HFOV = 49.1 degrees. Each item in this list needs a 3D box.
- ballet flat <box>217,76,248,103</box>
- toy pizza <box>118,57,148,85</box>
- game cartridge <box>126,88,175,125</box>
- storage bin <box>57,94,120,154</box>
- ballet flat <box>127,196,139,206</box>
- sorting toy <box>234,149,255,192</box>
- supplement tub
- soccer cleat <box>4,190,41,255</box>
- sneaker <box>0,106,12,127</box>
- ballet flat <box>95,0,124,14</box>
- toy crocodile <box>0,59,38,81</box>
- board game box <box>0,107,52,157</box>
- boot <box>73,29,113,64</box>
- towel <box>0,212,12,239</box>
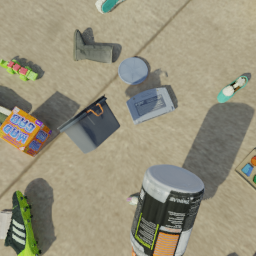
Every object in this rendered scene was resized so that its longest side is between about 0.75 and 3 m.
[{"bbox_3d":[4.298,-1.652,11.512,1.564,0.551,0.527,-37,70,-9],"label":"ballet flat"},{"bbox_3d":[0.215,-2.405,11.904,1.274,0.202,1.274,0,75,-1],"label":"toy pizza"},{"bbox_3d":[0.883,-0.957,11.457,1.777,0.369,1.183,-20,72,-5],"label":"game cartridge"},{"bbox_3d":[-1.101,-0.109,9.093,1.220,1.322,1.817,53,49,-9],"label":"storage bin"},{"bbox_3d":[0.459,2.754,10.428,1.039,0.370,0.359,15,75,4],"label":"ballet flat"},{"bbox_3d":[5.177,1.830,10.740,1.339,0.241,1.797,-44,79,-11],"label":"sorting toy"},{"bbox_3d":[1.004,2.539,7.880,1.666,1.666,2.718,14,107,4],"label":"supplement tub"},{"bbox_3d":[-3.908,3.580,9.960,1.067,0.889,2.632,-16,78,-4],"label":"soccer cleat"},{"bbox_3d":[-5.636,-0.497,11.056,2.414,0.809,1.084,23,71,3],"label":"sneaker"},{"bbox_3d":[-0.547,-6.057,12.643,2.275,0.816,0.816,-38,78,-10],"label":"ballet flat"},{"bbox_3d":[-4.575,-2.447,11.750,1.678,0.518,0.566,27,77,6],"label":"toy crocodile"},{"bbox_3d":[-3.912,0.177,10.654,1.259,1.258,1.258,31,77,8],"label":"board game box"},{"bbox_3d":[-1.473,-3.489,11.989,1.669,0.606,1.517,-1,89,7],"label":"boot"},{"bbox_3d":[-4.519,3.584,10.308,0.655,0.170,0.989,0,75,1],"label":"towel"}]
